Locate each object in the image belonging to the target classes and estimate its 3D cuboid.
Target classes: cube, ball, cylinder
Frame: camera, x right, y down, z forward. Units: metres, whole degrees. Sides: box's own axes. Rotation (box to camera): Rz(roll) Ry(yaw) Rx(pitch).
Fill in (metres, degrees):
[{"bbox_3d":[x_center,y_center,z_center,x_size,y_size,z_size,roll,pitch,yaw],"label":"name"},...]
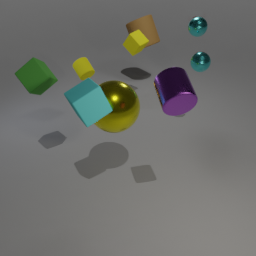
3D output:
[{"bbox_3d":[-2.516,-1.408,7.745,0.700,0.700,0.700,-38,-2,7],"label":"cube"},{"bbox_3d":[2.578,-3.736,10.344,0.700,0.700,0.700,0,31,0],"label":"ball"},{"bbox_3d":[2.554,-2.325,9.867,0.700,0.700,0.700,0,31,0],"label":"ball"},{"bbox_3d":[0.768,-4.846,14.303,1.400,1.400,1.400,-20,15,6],"label":"cylinder"},{"bbox_3d":[-0.376,-0.567,7.489,1.400,1.400,1.400,0,31,0],"label":"ball"},{"bbox_3d":[-0.898,-0.584,6.303,0.700,0.700,0.700,-35,37,-10],"label":"cube"},{"bbox_3d":[0.929,-0.715,5.524,0.700,0.700,0.700,-7,57,-11],"label":"cylinder"},{"bbox_3d":[-1.867,-2.491,11.802,0.700,0.700,0.700,-25,78,-35],"label":"cylinder"},{"bbox_3d":[0.341,-3.733,12.281,0.700,0.700,0.700,49,51,2],"label":"cube"}]
